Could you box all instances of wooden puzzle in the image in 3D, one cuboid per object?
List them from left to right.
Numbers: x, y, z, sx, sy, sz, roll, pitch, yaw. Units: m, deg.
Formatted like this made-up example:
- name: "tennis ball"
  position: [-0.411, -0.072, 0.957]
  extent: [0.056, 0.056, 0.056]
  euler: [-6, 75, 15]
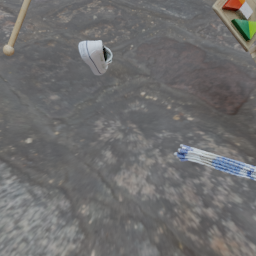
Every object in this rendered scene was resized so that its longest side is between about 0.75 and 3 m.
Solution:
- name: "wooden puzzle"
  position: [3.098, -3.054, 7.433]
  extent: [2.636, 0.308, 1.778]
  euler: [37, 67, -18]

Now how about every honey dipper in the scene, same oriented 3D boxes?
- name: "honey dipper"
  position: [-3.116, -3.527, 8.350]
  extent: [0.555, 2.923, 0.555]
  euler: [27, 11, -6]

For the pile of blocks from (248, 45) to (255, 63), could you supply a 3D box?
- name: "pile of blocks"
  position: [3.482, -1.429, 5.327]
  extent: [2.778, 0.863, 1.140]
  euler: [18, 79, 51]

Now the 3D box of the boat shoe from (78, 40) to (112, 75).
- name: "boat shoe"
  position: [-0.551, -1.426, 5.796]
  extent: [0.492, 0.542, 1.472]
  euler: [-9, 2, 9]

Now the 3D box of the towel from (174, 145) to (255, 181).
- name: "towel"
  position: [1.705, 0.627, 4.119]
  extent: [1.930, 1.417, 0.230]
  euler: [16, 90, 18]
